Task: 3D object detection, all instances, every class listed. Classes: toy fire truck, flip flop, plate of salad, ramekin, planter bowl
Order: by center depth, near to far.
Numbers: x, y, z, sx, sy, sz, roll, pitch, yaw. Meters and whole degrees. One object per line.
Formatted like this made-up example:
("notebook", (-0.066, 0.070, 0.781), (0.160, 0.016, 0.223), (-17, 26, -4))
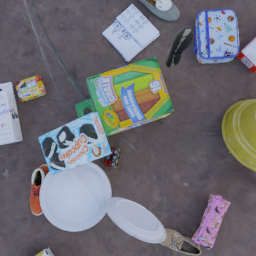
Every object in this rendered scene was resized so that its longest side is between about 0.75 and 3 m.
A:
("plate of salad", (0.182, 2.717, 8.198), (2.008, 2.008, 0.482), (28, 101, 2))
("flip flop", (1.497, -2.492, 8.567), (0.596, 1.469, 0.423), (-3, 57, -16))
("planter bowl", (4.626, -0.022, 9.051), (2.817, 1.173, 2.817), (2, 63, -5))
("ramekin", (-1.654, 2.177, 9.382), (2.308, 1.075, 2.308), (0, 83, 3))
("toy fire truck", (-0.724, 1.001, 9.858), (0.781, 0.503, 0.688), (11, 87, 12))

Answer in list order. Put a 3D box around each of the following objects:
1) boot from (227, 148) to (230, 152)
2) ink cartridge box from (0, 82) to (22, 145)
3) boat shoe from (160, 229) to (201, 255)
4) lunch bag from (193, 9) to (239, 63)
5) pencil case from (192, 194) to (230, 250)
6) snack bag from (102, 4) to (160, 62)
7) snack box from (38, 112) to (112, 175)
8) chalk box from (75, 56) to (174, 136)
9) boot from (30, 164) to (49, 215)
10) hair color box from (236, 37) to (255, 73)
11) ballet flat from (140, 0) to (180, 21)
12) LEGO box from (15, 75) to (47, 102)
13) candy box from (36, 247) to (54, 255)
("boot", (4.425, 0.606, 9.697), (1.874, 0.892, 2.422), (-16, 78, 0))
("ink cartridge box", (-4.602, -0.514, 9.782), (1.266, 0.746, 2.200), (-12, 86, -1))
("boat shoe", (1.706, 3.912, 9.608), (1.658, 0.535, 0.591), (16, 87, 1))
("lunch bag", (3.105, -3.217, 9.985), (1.515, 0.714, 1.891), (-2, 85, 2))
("pencil case", (2.834, 3.136, 9.530), (0.740, 0.773, 1.788), (25, 87, -3))
("snack bag", (0.074, -3.479, 10.255), (1.634, 0.175, 1.541), (-41, 88, -2))
("snack box", (-1.610, 0.501, 8.263), (2.171, 0.403, 1.261), (-22, 86, 28))
("chalk box", (-0.264, -0.843, 9.259), (2.952, 1.830, 1.842), (-19, 86, -1))
("boot", (-3.062, 2.149, 9.528), (0.665, 0.951, 1.774), (8, 88, -1))
("hair color box", (4.903, -2.951, 10.028), (1.820, 0.557, 0.924), (-42, 87, -2))
("ballet flat", (0.936, -4.642, 10.065), (2.182, 0.695, 0.735), (35, 86, 2))
("LEGO box", (-3.478, -1.417, 10.035), (0.911, 0.351, 0.678), (-19, 87, -1))
("candy box", (-2.734, 5.116, 9.300), (1.209, 0.541, 1.773), (-36, 77, -12))
